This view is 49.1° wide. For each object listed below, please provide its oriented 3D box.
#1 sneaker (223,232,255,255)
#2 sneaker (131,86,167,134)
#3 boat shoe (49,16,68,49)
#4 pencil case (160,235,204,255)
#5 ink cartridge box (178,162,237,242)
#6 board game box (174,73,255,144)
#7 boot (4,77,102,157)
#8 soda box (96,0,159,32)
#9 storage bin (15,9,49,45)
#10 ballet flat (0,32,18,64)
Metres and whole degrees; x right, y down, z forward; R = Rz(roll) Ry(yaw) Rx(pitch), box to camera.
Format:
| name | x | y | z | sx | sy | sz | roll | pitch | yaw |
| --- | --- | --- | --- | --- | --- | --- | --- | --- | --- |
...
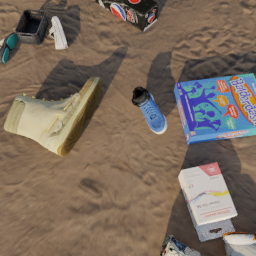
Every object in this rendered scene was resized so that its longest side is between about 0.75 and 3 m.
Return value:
| name | x | y | z | sx | sy | sz | roll | pitch | yaw |
| --- | --- | --- | --- | --- | --- | --- | --- | --- | --- |
| sneaker | 3.570 | 3.272 | 7.354 | 2.095 | 0.793 | 0.964 | 0 | 75 | 5 |
| sneaker | 0.625 | -0.619 | 9.006 | 0.660 | 0.957 | 1.719 | -32 | 55 | 21 |
| boat shoe | -2.839 | -3.749 | 11.063 | 0.529 | 0.579 | 1.610 | -16 | 72 | -13 |
| pencil case | 1.800 | 3.528 | 7.016 | 2.119 | 0.948 | 0.824 | 25 | 78 | 12 |
| ink cartridge box | 2.284 | 2.070 | 7.944 | 1.132 | 0.656 | 1.943 | -12 | 63 | -6 |
| board game box | 3.136 | -0.688 | 9.396 | 2.777 | 0.625 | 2.112 | -8 | 63 | -4 |
| boot | -2.370 | -0.765 | 9.233 | 2.332 | 1.092 | 3.000 | 21 | 67 | 12 |
| soda box | -0.110 | -5.186 | 11.597 | 2.783 | 0.881 | 0.985 | 39 | 70 | 19 |
| storage bin | -3.798 | -4.010 | 11.144 | 0.894 | 0.620 | 1.322 | 7 | 62 | 4 |
| ballet flat | -4.734 | -3.107 | 10.745 | 0.545 | 0.545 | 1.491 | 10 | 65 | 5 |
